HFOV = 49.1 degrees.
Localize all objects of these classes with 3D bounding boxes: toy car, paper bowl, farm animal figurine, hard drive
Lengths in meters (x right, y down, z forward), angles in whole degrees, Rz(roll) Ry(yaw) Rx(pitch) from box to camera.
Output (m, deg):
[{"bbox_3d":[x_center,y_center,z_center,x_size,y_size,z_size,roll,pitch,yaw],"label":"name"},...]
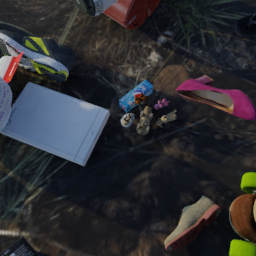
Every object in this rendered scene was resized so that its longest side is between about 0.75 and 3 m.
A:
[{"bbox_3d":[3.662,2.000,6.225,2.135,2.706,2.223,17,65,8],"label":"toy car"},{"bbox_3d":[-4.424,-0.514,8.075,2.400,1.248,2.400,-10,58,16],"label":"paper bowl"},{"bbox_3d":[0.669,-0.331,8.561,1.390,0.725,1.375,32,80,7],"label":"farm animal figurine"},{"bbox_3d":[-2.243,-0.201,8.626,2.853,0.381,1.882,20,65,10],"label":"hard drive"}]

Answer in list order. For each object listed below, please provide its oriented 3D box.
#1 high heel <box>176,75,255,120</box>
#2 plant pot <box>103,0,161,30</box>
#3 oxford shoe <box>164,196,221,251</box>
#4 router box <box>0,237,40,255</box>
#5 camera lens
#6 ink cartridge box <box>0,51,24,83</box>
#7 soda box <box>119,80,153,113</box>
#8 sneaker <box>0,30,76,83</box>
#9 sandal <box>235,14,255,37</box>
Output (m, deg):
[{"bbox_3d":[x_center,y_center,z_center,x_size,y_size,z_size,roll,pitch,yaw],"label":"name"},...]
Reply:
[{"bbox_3d":[1.799,-0.535,5.857,0.830,0.582,1.727,-26,40,-17],"label":"high heel"},{"bbox_3d":[-0.395,-5.256,9.926,2.904,2.986,2.986,41,70,9],"label":"plant pot"},{"bbox_3d":[1.567,2.464,7.276,1.771,0.624,0.662,-32,46,-17],"label":"oxford shoe"},{"bbox_3d":[-2.667,3.684,6.111,1.597,0.530,2.031,38,41,18],"label":"router box"},{"bbox_3d":[-0.555,-3.081,5.760,1.359,1.087,1.087,-42,71,-11],"label":"camera lens"},{"bbox_3d":[-3.979,-1.810,8.936,0.375,1.496,1.204,30,58,-34],"label":"ink cartridge box"},{"bbox_3d":[0.268,-1.025,9.023,1.170,0.397,0.375,-40,70,-18],"label":"soda box"},{"bbox_3d":[-3.100,-2.594,9.558,2.898,1.079,1.226,29,61,4],"label":"sneaker"},{"bbox_3d":[5.026,-4.067,10.478,2.323,0.497,0.883,-22,66,-11],"label":"sandal"}]
